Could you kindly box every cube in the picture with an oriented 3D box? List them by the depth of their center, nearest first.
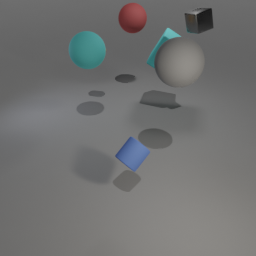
[{"bbox_3d":[2.556,-3.862,10.083,0.700,0.700,0.700,-24,30,-14],"label":"cube"},{"bbox_3d":[1.839,-3.224,12.173,1.400,1.400,1.400,32,35,-6],"label":"cube"}]

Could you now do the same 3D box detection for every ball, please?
[{"bbox_3d":[1.443,-1.848,7.921,1.400,1.400,1.400,0,30,0],"label":"ball"},{"bbox_3d":[-1.554,-2.964,10.710,1.400,1.400,1.400,0,30,0],"label":"ball"},{"bbox_3d":[0.225,-5.386,13.757,1.400,1.400,1.400,0,30,0],"label":"ball"}]

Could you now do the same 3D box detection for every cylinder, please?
[{"bbox_3d":[0.127,0.709,7.631,0.700,0.700,0.700,-51,46,-5],"label":"cylinder"}]
